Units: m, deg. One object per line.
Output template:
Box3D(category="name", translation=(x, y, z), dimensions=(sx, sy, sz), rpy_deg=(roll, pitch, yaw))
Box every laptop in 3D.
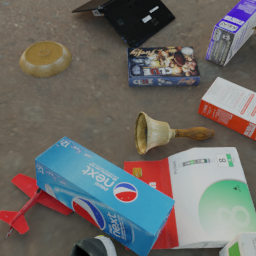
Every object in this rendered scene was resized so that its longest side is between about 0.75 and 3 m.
Box3D(category="laptop", translation=(-0.184, -4.332, 10.715), dimensions=(2.903, 1.499, 2.573), rpy_deg=(48, 64, -2))

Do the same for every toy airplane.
Box3D(category="toy airplane", translation=(-2.133, 1.621, 6.229), dimensions=(1.727, 0.318, 1.727), rpy_deg=(1, 51, -1))

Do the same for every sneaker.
Box3D(category="sneaker", translation=(-0.508, 2.861, 4.867), dimensions=(0.753, 0.856, 2.023), rpy_deg=(-47, 46, 17))

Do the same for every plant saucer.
Box3D(category="plant saucer", translation=(-2.736, -2.366, 9.226), dimensions=(1.725, 0.305, 1.725), rpy_deg=(0, 53, 0))

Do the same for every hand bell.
Box3D(category="hand bell", translation=(1.279, 0.125, 7.175), dimensions=(2.027, 1.056, 1.056), rpy_deg=(0, 52, -16))

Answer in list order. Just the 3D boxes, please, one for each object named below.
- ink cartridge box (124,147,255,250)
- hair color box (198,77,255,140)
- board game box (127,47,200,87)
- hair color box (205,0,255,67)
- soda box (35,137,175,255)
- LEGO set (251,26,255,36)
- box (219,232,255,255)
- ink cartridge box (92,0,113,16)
Box3D(category="ink cartridge box", translation=(1.264, 1.477, 6.182), dimensions=(2.685, 0.673, 2.161), rpy_deg=(0, 53, -2))
Box3D(category="hair color box", translation=(3.072, -0.501, 7.640), dimensions=(1.974, 0.631, 1.095), rpy_deg=(29, 58, 22))
Box3D(category="board game box", translation=(1.073, -1.965, 8.877), dimensions=(2.163, 0.374, 1.465), rpy_deg=(-2, 54, -1))
Box3D(category="hair color box", translation=(3.552, -3.244, 9.269), dimensions=(0.760, 1.282, 2.346), rpy_deg=(31, 59, 21))
Box3D(category="soda box", translation=(-0.559, 1.351, 5.856), dimensions=(2.847, 0.914, 0.966), rpy_deg=(27, 41, 19))
Box3D(category="LEGO set", translation=(5.162, -2.179, 8.605), dimensions=(2.236, 1.685, 2.907), rpy_deg=(16, 47, -20))
Box3D(category="box", translation=(2.608, 2.752, 4.726), dimensions=(1.626, 1.393, 1.618), rpy_deg=(0, 53, 2))
Box3D(category="ink cartridge box", translation=(-0.555, -4.775, 10.665), dimensions=(1.265, 0.257, 1.267), rpy_deg=(14, 59, 39))
